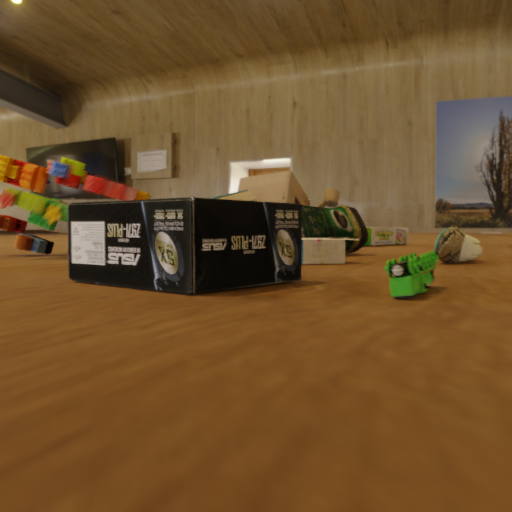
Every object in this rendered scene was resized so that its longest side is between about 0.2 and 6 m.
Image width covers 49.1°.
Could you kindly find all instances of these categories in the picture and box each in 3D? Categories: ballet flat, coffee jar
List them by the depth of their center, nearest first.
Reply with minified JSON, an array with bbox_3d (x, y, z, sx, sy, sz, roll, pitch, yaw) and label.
[{"bbox_3d":[3.331,-0.146,9.117,0.668,0.602,1.774,15,6,22],"label":"ballet flat"},{"bbox_3d":[1.333,-0.511,11.145,1.875,0.978,0.800,-2,-31,-36],"label":"coffee jar"}]

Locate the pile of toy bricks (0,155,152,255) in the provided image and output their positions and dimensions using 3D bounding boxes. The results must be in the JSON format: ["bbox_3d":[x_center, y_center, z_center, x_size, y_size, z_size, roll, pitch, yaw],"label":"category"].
[{"bbox_3d":[-3.911,-0.935,10.366,3.484,1.933,1.720,16,1,17],"label":"pile of toy bricks"}]

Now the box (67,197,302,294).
[{"bbox_3d":[-0.754,-0.140,5.835,1.939,0.835,1.588,2,4,39],"label":"box"}]

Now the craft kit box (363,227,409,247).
[{"bbox_3d":[2.854,-0.612,17.344,2.721,0.660,2.688,3,2,43],"label":"craft kit box"}]

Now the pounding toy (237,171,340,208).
[{"bbox_3d":[0.782,-0.930,11.721,1.900,0.869,1.669,-4,-30,25],"label":"pounding toy"}]

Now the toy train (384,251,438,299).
[{"bbox_3d":[1.397,0.160,4.921,0.259,0.350,1.240,-8,-1,28],"label":"toy train"}]

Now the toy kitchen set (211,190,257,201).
[{"bbox_3d":[-0.895,-0.837,11.003,0.907,1.539,1.233,-19,56,-38],"label":"toy kitchen set"}]

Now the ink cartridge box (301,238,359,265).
[{"bbox_3d":[0.945,-0.076,8.790,1.182,0.401,0.681,-1,3,-17],"label":"ink cartridge box"}]
